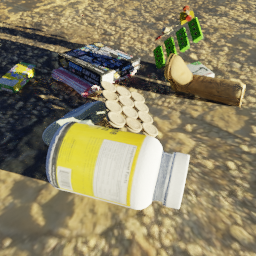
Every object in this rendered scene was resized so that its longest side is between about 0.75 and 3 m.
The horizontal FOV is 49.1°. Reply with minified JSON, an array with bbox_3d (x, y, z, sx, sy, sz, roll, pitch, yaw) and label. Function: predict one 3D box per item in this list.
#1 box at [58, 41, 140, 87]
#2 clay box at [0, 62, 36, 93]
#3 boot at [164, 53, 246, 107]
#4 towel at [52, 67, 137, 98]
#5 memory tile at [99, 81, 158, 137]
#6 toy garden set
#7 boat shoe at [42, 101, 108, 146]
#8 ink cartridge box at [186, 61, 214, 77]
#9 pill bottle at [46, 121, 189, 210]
[{"bbox_3d":[-1.087,-2.537,10.755,2.272,0.564,2.255,30,41,25],"label":"box"},{"bbox_3d":[-4.217,-1.970,10.762,0.829,0.344,1.443,16,49,18],"label":"clay box"},{"bbox_3d":[2.576,-1.573,9.242,2.456,2.151,0.812,18,83,23],"label":"boot"},{"bbox_3d":[-1.313,-2.182,11.124,2.048,0.419,2.798,32,46,31],"label":"towel"},{"bbox_3d":[-0.034,-0.607,8.548,1.683,0.184,2.196,16,35,-26],"label":"memory tile"},{"bbox_3d":[2.000,-3.726,11.549,0.445,2.232,1.861,18,54,-41],"label":"toy garden set"},{"bbox_3d":[-1.582,-0.153,8.445,2.129,0.743,0.758,-31,18,-16],"label":"boat shoe"},{"bbox_3d":[2.691,-2.062,10.862,0.808,0.458,1.102,-19,44,-14],"label":"ink cartridge box"},{"bbox_3d":[-0.192,0.886,6.394,2.959,1.658,1.658,11,41,12],"label":"pill bottle"}]
